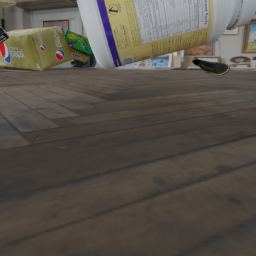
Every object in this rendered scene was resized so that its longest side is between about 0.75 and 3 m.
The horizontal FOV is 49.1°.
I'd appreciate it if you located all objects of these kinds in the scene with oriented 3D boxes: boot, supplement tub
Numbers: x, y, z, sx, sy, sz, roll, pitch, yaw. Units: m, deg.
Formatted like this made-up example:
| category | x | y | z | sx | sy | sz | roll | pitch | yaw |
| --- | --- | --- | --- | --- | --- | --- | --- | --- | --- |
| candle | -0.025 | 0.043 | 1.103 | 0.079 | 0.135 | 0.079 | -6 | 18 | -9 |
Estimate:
| category | x | y | z | sx | sy | sz | roll | pitch | yaw |
| --- | --- | --- | --- | --- | --- | --- | --- | --- | --- |
| boot | 2.003 | -1.507 | 6.813 | 0.548 | 0.307 | 0.792 | 15 | -2 | -38 |
| supplement tub | 0.621 | -2.469 | 5.261 | 2.931 | 2.131 | 2.131 | -14 | 15 | 3 |

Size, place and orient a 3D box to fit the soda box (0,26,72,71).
| category | x | y | z | sx | sy | sz | roll | pitch | yaw |
| --- | --- | --- | --- | --- | --- | --- | --- | --- | --- |
| soda box | -2.597 | -2.055 | 7.188 | 2.598 | 0.832 | 0.880 | 15 | 37 | 44 |

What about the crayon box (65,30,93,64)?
| category | x | y | z | sx | sy | sz | roll | pitch | yaw |
| --- | --- | --- | --- | --- | --- | --- | --- | --- | --- |
| crayon box | -1.690 | -2.617 | 9.179 | 0.972 | 0.477 | 1.636 | 17 | -2 | -17 |

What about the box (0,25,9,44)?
| category | x | y | z | sx | sy | sz | roll | pitch | yaw |
| --- | --- | --- | --- | --- | --- | --- | --- | --- | --- |
| box | -2.934 | -1.818 | 5.506 | 0.927 | 0.737 | 0.213 | -37 | -14 | -4 |

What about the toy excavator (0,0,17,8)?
| category | x | y | z | sx | sy | sz | roll | pitch | yaw |
| --- | --- | --- | --- | --- | --- | --- | --- | --- | --- |
| toy excavator | -2.043 | -2.985 | 4.931 | 2.727 | 1.401 | 2.805 | -14 | 6 | 12 |
